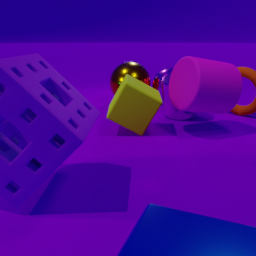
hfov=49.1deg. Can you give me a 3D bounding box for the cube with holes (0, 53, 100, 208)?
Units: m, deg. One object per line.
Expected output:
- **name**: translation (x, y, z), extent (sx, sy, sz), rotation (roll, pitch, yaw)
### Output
- **cube with holes**: translation (-1.409, -0.052, 3.931), extent (1.324, 1.324, 1.324), rotation (44, 15, -10)

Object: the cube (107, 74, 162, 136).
- **cube**: translation (0.146, -0.567, 6.666), extent (0.946, 0.946, 0.946), rotation (27, 21, -10)

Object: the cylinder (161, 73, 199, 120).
- **cylinder**: translation (1.479, -0.910, 7.814), extent (1.033, 1.033, 1.033), rotation (-6, 31, 3)

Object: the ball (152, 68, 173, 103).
- **ball**: translation (1.404, -1.378, 9.296), extent (1.211, 1.211, 1.211), rotation (0, 18, 0)

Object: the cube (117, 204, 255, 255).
- **cube**: translation (0.426, 1.242, 1.769), extent (0.984, 0.984, 0.984), rotation (7, 20, 21)

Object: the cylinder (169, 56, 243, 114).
- **cylinder**: translation (1.767, -0.968, 6.513), extent (1.214, 1.214, 1.214), rotation (3, 16, -23)

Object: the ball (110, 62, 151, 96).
- **ball**: translation (0.078, -1.510, 9.382), extent (1.376, 1.376, 1.376), rotation (0, 18, 0)

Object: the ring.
- **ring**: translation (3.226, -1.034, 7.956), extent (0.280, 1.400, 1.400), rotation (-24, 29, -38)
